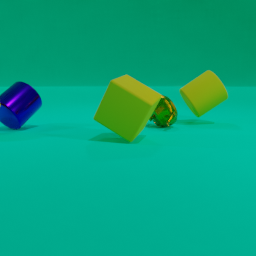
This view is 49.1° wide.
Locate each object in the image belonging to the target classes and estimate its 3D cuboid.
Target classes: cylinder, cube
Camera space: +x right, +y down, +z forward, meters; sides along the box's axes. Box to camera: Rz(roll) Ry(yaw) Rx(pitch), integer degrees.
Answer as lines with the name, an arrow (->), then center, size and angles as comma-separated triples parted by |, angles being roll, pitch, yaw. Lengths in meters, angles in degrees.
cylinder -> -2.753, -0.562, 6.952 | 0.877, 0.877, 0.877 | 5, 44, 30
cube -> 0.009, -0.418, 5.577 | 0.889, 0.889, 0.889 | 32, 25, 7
cylinder -> 2.110, -0.949, 7.873 | 0.973, 0.973, 0.973 | -34, 7, 5

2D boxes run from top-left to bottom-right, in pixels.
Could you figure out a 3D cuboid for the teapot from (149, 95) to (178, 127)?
teapot -> 0.855, -0.383, 7.259 | 0.692, 0.879, 1.413 | -31, 30, -11
